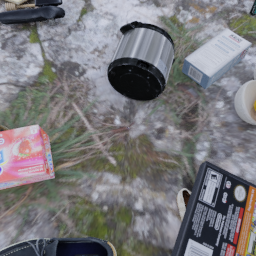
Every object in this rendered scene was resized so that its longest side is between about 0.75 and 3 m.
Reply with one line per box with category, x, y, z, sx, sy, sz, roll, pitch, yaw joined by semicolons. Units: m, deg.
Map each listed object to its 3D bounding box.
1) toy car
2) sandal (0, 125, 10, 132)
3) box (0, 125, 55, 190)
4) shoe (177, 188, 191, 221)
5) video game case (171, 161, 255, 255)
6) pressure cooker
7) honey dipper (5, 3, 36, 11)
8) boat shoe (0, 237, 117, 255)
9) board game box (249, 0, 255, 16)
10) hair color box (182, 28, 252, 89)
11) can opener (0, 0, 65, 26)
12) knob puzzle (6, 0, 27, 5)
toy car;4.468;-0.876;7.090;2.175;2.538;2.900;47;64;-13
sandal;-3.192;0.248;7.281;1.301;0.351;0.523;35;85;4
box;-2.976;0.804;6.427;2.274;1.077;1.167;-11;76;-6
shoe;1.468;2.123;6.133;0.589;0.449;1.684;-13;60;-8
video game case;2.307;2.514;5.644;2.661;0.375;2.944;26;62;1
pressure cooker;0.445;-1.919;7.838;1.702;1.676;1.906;16;64;5
honey dipper;-3.652;-4.435;10.158;1.488;0.283;0.283;-7;59;-7
boat shoe;-1.530;2.628;5.521;2.641;0.822;0.985;-3;60;-7
board game box;5.094;-4.707;9.851;1.574;1.064;0.222;-28;62;-15
hair color box;2.713;-2.158;8.596;1.996;0.605;0.988;-38;66;-19
can opener;-3.312;-3.899;9.624;2.341;0.742;0.920;-10;86;5
knob puzzle;-4.204;-5.393;10.570;2.134;0.296;2.134;-1;51;1
